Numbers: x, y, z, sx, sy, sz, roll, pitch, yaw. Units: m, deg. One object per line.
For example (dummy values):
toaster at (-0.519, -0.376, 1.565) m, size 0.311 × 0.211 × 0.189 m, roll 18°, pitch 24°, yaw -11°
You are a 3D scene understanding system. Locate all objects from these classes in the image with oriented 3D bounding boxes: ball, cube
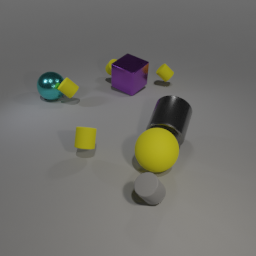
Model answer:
ball at (0.908, 0.694, 8.880) m, size 1.400 × 1.400 × 1.400 m, roll 0°, pitch 31°, yaw 0°
cube at (0.095, -2.788, 14.550) m, size 1.400 × 1.400 × 1.400 m, roll 28°, pitch 50°, yaw 24°
ball at (-3.754, -2.063, 13.759) m, size 1.400 × 1.400 × 1.400 m, roll 0°, pitch 31°, yaw 0°

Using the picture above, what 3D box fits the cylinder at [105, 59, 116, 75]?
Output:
cylinder at (-0.815, -3.326, 15.349) m, size 0.700 × 0.700 × 0.700 m, roll -14°, pitch -3°, yaw -22°

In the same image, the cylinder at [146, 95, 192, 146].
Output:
cylinder at (1.520, -0.228, 10.271) m, size 1.400 × 1.400 × 1.400 m, roll 12°, pitch 55°, yaw 19°

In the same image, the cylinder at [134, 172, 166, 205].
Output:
cylinder at (0.612, 1.676, 7.742) m, size 0.700 × 0.700 × 0.700 m, roll -14°, pitch 53°, yaw 19°

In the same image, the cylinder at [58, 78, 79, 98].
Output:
cylinder at (-2.778, -1.869, 13.057) m, size 0.700 × 0.700 × 0.700 m, roll 39°, pitch 21°, yaw -23°

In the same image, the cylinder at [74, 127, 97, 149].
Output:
cylinder at (-1.456, 0.335, 9.585) m, size 0.700 × 0.700 × 0.700 m, roll 6°, pitch 2°, yaw 0°

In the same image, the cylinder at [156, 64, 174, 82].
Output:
cylinder at (1.997, -2.992, 15.147) m, size 0.700 × 0.700 × 0.700 m, roll 41°, pitch 27°, yaw -17°
